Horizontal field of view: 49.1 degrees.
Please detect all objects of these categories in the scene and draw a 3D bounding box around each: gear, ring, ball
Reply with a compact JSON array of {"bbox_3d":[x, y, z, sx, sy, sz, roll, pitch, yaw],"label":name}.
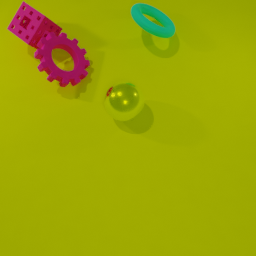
[{"bbox_3d":[-2.065,-2.183,8.932,1.730,0.320,1.730,12,69,-35],"label":"gear"},{"bbox_3d":[0.871,-3.685,9.589,1.695,0.339,1.695,19,43,-18],"label":"ring"},{"bbox_3d":[-0.110,-0.790,8.354,1.204,1.204,1.204,0,66,0],"label":"ball"}]

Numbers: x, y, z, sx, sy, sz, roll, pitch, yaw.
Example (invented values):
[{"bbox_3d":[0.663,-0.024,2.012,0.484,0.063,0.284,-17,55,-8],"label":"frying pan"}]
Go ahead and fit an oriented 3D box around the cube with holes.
[{"bbox_3d":[-3.097,-3.323,9.384,1.040,1.040,1.040,37,98,16],"label":"cube with holes"}]
